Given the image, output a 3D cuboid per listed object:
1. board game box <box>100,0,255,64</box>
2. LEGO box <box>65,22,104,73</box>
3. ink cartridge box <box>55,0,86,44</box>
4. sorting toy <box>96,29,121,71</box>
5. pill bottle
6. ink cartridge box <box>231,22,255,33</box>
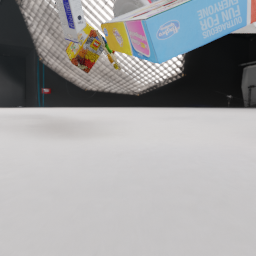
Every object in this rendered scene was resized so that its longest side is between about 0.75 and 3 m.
[{"bbox_3d":[0.818,-1.828,4.561,2.088,0.550,2.729,-25,24,-7],"label":"board game box"},{"bbox_3d":[-1.652,-3.213,10.999,0.760,1.467,1.969,29,16,-31],"label":"LEGO box"},{"bbox_3d":[-1.709,-3.536,8.022,0.403,2.055,1.022,-26,37,-27],"label":"ink cartridge box"},{"bbox_3d":[-0.465,-2.076,7.806,0.179,1.339,0.997,-30,-40,10],"label":"sorting toy"},{"bbox_3d":[0.535,-3.716,8.132,1.219,1.219,2.039,4,46,35],"label":"pill bottle"},{"bbox_3d":[2.287,-2.706,5.874,1.334,0.857,0.835,22,2,-38],"label":"ink cartridge box"}]
